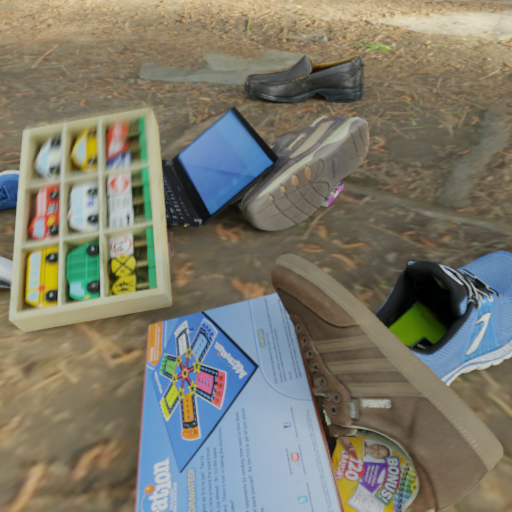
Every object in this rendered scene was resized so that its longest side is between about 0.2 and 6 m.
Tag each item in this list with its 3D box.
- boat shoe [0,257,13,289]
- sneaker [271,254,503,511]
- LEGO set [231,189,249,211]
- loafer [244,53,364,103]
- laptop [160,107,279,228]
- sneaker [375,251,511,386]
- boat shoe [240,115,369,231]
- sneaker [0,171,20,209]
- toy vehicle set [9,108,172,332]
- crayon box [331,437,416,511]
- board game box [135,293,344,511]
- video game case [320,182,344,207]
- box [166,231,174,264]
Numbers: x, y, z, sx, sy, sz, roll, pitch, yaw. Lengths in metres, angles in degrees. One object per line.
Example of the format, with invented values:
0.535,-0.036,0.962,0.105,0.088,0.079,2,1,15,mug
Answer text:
-4.392,0.310,8.982,1.890,0.641,0.678,20,3,-8,boat shoe
0.990,1.254,6.004,1.199,1.118,3.174,-43,58,-4,sneaker
0.135,-1.677,11.941,1.757,0.577,2.353,33,55,28,LEGO set
1.335,-5.002,15.512,3.358,1.214,1.222,-3,38,-3,loafer
-1.618,-1.893,10.603,3.110,1.606,2.756,5,31,-26,laptop
2.702,0.760,7.572,3.642,1.624,1.431,-29,46,-33,sneaker
0.841,-1.683,10.979,1.243,1.263,3.390,28,53,35,boat shoe
-5.193,-1.020,10.575,2.053,0.788,1.142,-5,31,0,sneaker
-2.623,-0.712,8.960,2.266,0.484,3.647,-11,60,1,toy vehicle set
1.321,2.562,6.034,1.147,0.562,1.930,13,40,17,crayon box
-0.300,1.980,6.431,2.080,0.393,4.042,-13,34,2,board game box
1.287,-1.352,11.564,0.781,0.154,0.862,17,40,24,video game case
-1.775,-0.060,9.550,0.540,0.534,0.650,10,38,13,box
